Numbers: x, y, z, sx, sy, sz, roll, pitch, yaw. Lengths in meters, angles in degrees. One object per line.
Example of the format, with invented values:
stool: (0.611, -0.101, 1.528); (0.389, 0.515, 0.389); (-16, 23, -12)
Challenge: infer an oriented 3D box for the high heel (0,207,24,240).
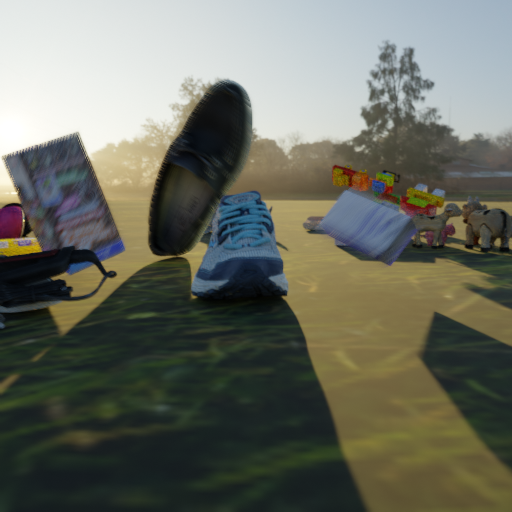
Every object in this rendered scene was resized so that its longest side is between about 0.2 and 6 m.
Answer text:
high heel: (-5.430, -0.604, 10.997); (1.162, 0.816, 2.422); (7, -4, -41)

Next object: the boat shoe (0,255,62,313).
boat shoe: (-2.659, 0.241, 5.812); (1.737, 0.519, 0.621); (5, 9, 36)

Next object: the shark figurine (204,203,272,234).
shark figurine: (-0.682, -1.041, 14.977); (2.141, 0.893, 1.279); (-1, 8, 9)

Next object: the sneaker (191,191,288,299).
sneaker: (-0.231, -0.180, 6.586); (1.044, 1.161, 2.691); (-1, 7, -5)

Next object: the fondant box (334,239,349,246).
fondant box: (2.314, -0.407, 11.765); (1.226, 0.357, 0.884); (1, 7, 17)

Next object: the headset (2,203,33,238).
headset: (-5.675, -0.680, 13.140); (2.403, 1.129, 1.484); (13, -1, -24)

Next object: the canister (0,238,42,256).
canister: (-3.557, -0.061, 8.648); (1.020, 0.441, 0.757); (-4, 8, -23)

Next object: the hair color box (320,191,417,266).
hair color box: (1.442, -0.377, 7.285); (1.098, 0.600, 0.356); (32, -10, 44)

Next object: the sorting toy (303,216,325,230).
sorting toy: (2.167, -0.902, 16.279); (1.524, 0.300, 1.647); (1, 12, 9)

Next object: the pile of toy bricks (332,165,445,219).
pile of toy bricks: (3.110, -1.171, 14.647); (3.202, 1.777, 1.581); (24, 48, 33)

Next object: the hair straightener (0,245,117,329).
hair straightener: (-2.313, 0.372, 5.092); (2.173, 0.445, 0.836); (-7, 50, -30)

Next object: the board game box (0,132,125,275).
board game box: (-2.530, -0.688, 7.298); (0.772, 1.595, 1.271); (-27, 20, -28)

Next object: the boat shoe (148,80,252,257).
boat shoe: (-1.020, -1.311, 9.015); (1.163, 3.113, 1.032); (33, 21, 6)

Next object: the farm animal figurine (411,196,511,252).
farm animal figurine: (4.208, -0.653, 10.985); (1.971, 1.028, 1.950); (-3, 8, -26)
